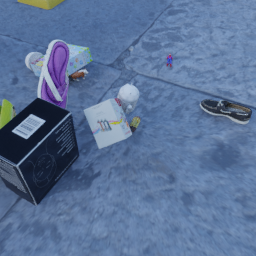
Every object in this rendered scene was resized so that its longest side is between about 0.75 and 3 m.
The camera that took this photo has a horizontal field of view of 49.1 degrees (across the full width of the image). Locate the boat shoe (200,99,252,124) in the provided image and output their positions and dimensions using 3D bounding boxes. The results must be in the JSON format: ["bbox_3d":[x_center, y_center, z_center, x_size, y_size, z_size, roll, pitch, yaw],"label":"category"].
[{"bbox_3d":[3.888,-0.793,11.154,2.011,0.607,0.743,26,53,21],"label":"boat shoe"}]

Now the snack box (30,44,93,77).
[{"bbox_3d":[-3.033,-3.036,12.838,1.818,0.730,2.156,20,49,36],"label":"snack box"}]

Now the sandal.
[{"bbox_3d":[-2.538,-1.685,10.006,0.720,2.930,1.192,9,8,44],"label":"sandal"}]

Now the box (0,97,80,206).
[{"bbox_3d":[-2.801,0.723,8.669,1.422,2.256,2.295,23,52,20],"label":"box"}]

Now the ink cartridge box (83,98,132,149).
[{"bbox_3d":[-0.625,-0.158,9.214,0.995,1.376,0.999,-21,2,15],"label":"ink cartridge box"}]

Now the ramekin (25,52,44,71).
[{"bbox_3d":[-4.344,-3.101,13.072,0.433,0.930,0.930,24,51,35],"label":"ramekin"}]

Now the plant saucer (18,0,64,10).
[{"bbox_3d":[-5.458,-8.865,18.415,2.683,0.650,2.683,22,52,18],"label":"plant saucer"}]

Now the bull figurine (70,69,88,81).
[{"bbox_3d":[-2.152,-2.390,12.581,0.850,0.516,0.277,-10,61,11],"label":"bull figurine"}]

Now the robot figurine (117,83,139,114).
[{"bbox_3d":[-0.017,-1.023,9.787,0.710,1.257,1.066,-1,61,-14],"label":"robot figurine"}]

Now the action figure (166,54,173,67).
[{"bbox_3d":[2.045,-3.356,13.741,0.307,0.243,0.939,4,45,7],"label":"action figure"}]

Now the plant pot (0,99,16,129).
[{"bbox_3d":[-4.658,0.270,9.286,1.873,2.064,2.054,-4,50,-11],"label":"plant pot"}]

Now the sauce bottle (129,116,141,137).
[{"bbox_3d":[0.201,-0.057,10.707,0.307,0.307,0.930,16,50,14],"label":"sauce bottle"}]
